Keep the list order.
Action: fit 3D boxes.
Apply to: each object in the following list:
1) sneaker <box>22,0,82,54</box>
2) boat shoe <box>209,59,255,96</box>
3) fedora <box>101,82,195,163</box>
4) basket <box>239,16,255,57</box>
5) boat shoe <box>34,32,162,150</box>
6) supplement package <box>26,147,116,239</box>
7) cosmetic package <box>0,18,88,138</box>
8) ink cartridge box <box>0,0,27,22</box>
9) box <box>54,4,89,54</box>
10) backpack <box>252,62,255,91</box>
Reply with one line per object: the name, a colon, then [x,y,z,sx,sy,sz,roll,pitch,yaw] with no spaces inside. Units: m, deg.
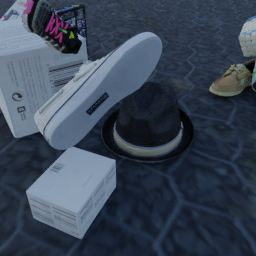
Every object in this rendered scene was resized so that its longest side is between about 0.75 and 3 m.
sneaker: [-1.299,-1.812,5.166,0.745,0.628,1.702,21,-4,8]
boat shoe: [3.754,-1.793,9.579,2.512,0.834,0.930,-26,43,-31]
fedora: [0.532,-0.375,7.258,2.743,1.253,2.743,0,35,0]
basket: [3.173,-2.196,6.391,1.107,0.873,1.256,12,56,51]
boat shoe: [-0.509,-0.748,4.537,2.418,0.857,0.844,-46,58,-5]
supplement package: [-1.032,1.188,5.479,1.106,0.787,1.420,15,37,19]
cosmetic package: [-2.730,-1.660,8.101,2.340,2.338,2.837,-21,40,-25]
ink cartridge box: [-4.114,-3.620,10.845,1.804,1.086,2.482,28,75,25]
box: [-2.439,-3.654,11.138,0.512,2.043,2.059,22,42,26]
backpack: [5.013,-1.920,8.684,1.957,1.659,2.204,21,47,8]
